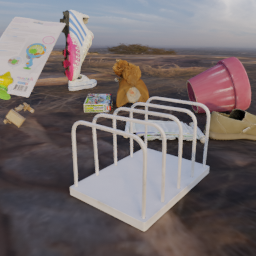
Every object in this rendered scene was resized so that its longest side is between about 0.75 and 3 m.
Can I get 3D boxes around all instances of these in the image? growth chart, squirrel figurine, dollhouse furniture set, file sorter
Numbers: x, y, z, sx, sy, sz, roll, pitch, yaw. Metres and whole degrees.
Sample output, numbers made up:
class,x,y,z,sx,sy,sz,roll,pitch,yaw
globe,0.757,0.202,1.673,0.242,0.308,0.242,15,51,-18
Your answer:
class,x,y,z,sx,sy,sz,roll,pitch,yaw
growth chart,1.111,0.068,9.100,2.636,0.234,1.907,3,19,8
squirrel figurine,0.049,-2.098,12.703,1.481,2.092,1.953,-7,28,-5
dollhouse furniture set,-3.947,-0.414,10.245,0.563,0.659,1.272,39,16,-10
file sorter,0.349,0.432,5.777,1.823,1.636,2.628,13,23,36

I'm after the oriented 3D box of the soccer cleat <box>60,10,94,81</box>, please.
class,x,y,z,sx,sy,sz,roll,pitch,yaw
soccer cleat,-1.591,-2.728,9.193,1.079,2.500,0.873,0,-13,-26

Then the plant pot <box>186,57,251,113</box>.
class,x,y,z,sx,sy,sz,roll,pitch,yaw
plant pot,3.521,-1.529,11.293,1.966,2.196,2.196,-16,18,2

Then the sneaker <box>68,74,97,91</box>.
class,x,y,z,sx,sy,sz,roll,pitch,yaw
sneaker,-2.669,-2.807,16.858,0.848,0.822,2.322,9,20,27

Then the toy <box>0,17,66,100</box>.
class,x,y,z,sx,sy,sz,roll,pitch,yaw
toy,-2.533,-1.669,6.780,1.419,0.582,2.465,10,55,6

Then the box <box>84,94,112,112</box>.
class,x,y,z,sx,sy,sz,roll,pitch,yaw
box,-1.287,-1.141,12.528,1.181,0.373,2.146,-1,18,-3

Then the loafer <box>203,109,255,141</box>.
class,x,y,z,sx,sy,sz,roll,pitch,yaw
loafer,3.647,-0.128,8.651,2.588,0.873,0.984,-3,19,-10
